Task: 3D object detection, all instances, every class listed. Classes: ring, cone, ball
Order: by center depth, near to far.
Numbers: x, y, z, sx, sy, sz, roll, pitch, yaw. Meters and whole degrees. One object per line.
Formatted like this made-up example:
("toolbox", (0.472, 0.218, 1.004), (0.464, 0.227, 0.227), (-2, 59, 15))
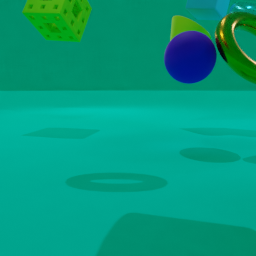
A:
("ring", (2.463, -1.556, 5.436), (1.726, 1.726, 0.345), (-4, -24, -23))
("ball", (1.228, -1.394, 5.562), (1.018, 1.018, 1.018), (0, 8, 0))
("ring", (3.492, -2.898, 7.228), (1.710, 0.342, 1.710), (6, 34, -4))
("cone", (1.587, -2.435, 8.575), (1.355, 1.360, 1.355), (31, 5, -3))

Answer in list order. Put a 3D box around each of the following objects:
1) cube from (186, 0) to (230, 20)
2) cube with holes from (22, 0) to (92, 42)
("cube", (2.514, -3.995, 8.665), (0.974, 0.974, 0.974), (17, 7, 34))
("cube with holes", (-2.094, -3.573, 8.511), (1.286, 1.286, 1.286), (10, -16, 20))
